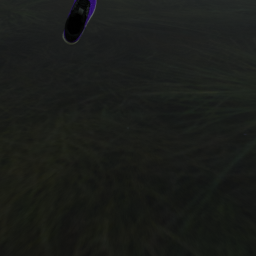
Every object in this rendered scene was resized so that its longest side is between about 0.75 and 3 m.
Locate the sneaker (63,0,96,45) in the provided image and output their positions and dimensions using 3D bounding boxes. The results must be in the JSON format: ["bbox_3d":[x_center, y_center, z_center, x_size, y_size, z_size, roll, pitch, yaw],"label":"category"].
[{"bbox_3d":[-1.392,-3.441,8.363,0.655,1.885,0.938,20,3,-13],"label":"sneaker"}]
